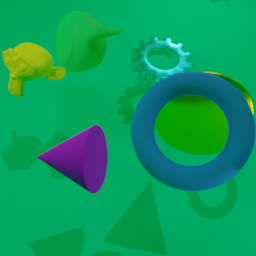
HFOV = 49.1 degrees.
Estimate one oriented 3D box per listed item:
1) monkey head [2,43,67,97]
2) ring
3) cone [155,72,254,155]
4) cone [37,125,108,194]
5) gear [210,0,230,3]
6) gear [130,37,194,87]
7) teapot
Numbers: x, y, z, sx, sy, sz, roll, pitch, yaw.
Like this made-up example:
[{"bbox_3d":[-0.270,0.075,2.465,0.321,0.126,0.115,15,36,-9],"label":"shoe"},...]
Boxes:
[{"bbox_3d":[-2.186,-1.281,6.167,1.545,1.111,0.931,26,24,17],"label":"monkey head"},{"bbox_3d":[0.790,0.017,3.549,1.535,0.307,1.535,-2,79,12],"label":"ring"},{"bbox_3d":[1.250,-0.574,4.838,1.482,1.482,1.487,9,36,6],"label":"cone"},{"bbox_3d":[-1.041,0.503,4.709,1.113,1.109,1.109,0,58,15],"label":"cone"},{"bbox_3d":[2.234,-3.894,6.754,1.587,0.293,1.587,-1,96,-14],"label":"gear"},{"bbox_3d":[0.913,-1.796,7.643,1.675,0.310,1.675,3,58,-5],"label":"gear"},{"bbox_3d":[-0.857,-1.737,5.716,0.949,1.939,1.205,-3,89,-34],"label":"teapot"}]
